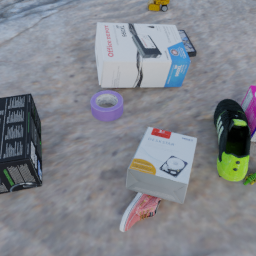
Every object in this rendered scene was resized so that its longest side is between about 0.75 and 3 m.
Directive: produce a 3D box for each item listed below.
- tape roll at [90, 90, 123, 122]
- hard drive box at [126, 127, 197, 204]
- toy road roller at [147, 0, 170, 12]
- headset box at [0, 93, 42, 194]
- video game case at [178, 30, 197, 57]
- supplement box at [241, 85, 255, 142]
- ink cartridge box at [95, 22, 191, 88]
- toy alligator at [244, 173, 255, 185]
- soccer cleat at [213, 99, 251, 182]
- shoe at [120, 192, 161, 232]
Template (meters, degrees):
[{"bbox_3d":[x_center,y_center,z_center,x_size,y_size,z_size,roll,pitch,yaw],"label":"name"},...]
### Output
[{"bbox_3d":[-0.660,-0.707,8.864,1.025,0.435,1.025,-1,46,1],"label":"tape roll"},{"bbox_3d":[0.878,0.847,6.971,1.389,0.684,1.782,13,35,12],"label":"hard drive box"},{"bbox_3d":[1.540,-6.396,14.088,1.115,0.814,0.685,2,46,2],"label":"toy road roller"},{"bbox_3d":[-3.695,0.478,7.140,2.703,1.254,2.354,-10,47,-9],"label":"headset box"},{"bbox_3d":[1.573,-3.517,11.691,2.099,0.268,1.897,-5,46,-5],"label":"video game case"},{"bbox_3d":[4.004,-0.417,8.260,0.837,0.855,1.654,9,47,2],"label":"supplement box"},{"bbox_3d":[0.393,-2.521,9.681,2.889,1.217,2.089,-3,54,-12],"label":"ink cartridge box"},{"bbox_3d":[3.242,1.233,7.148,0.755,0.205,0.224,-24,51,-22],"label":"toy alligator"},{"bbox_3d":[2.897,0.045,7.589,1.006,1.208,2.980,8,46,8],"label":"soccer cleat"},{"bbox_3d":[0.313,1.903,6.334,0.544,0.427,1.195,19,43,22],"label":"shoe"}]
